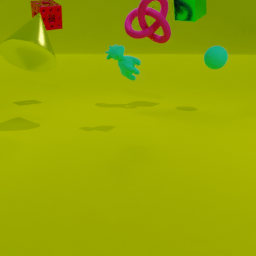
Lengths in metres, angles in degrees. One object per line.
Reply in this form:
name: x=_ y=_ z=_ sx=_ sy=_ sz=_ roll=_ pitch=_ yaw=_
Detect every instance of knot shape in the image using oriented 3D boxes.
knot shape: x=0.873 y=-3.750 z=10.062 sx=1.783 sy=1.669 sz=0.824 roll=-36 pitch=15 yaw=29

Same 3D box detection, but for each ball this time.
ball: x=3.205 y=-2.567 z=10.231 sx=0.842 sy=0.842 sz=0.842 roll=0 pitch=16 yaw=0

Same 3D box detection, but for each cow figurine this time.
cow figurine: x=-0.138 y=-1.767 z=7.517 sx=0.939 sy=0.524 sz=0.954 roll=27 pitch=-19 yaw=10

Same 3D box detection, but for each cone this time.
cone: x=-2.632 y=-2.623 z=7.868 sx=1.515 sy=1.521 sz=1.515 roll=5 pitch=-20 yaw=2

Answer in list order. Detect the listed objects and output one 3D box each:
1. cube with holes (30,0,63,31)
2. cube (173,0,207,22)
cube with holes: x=-3.059 y=-4.257 z=10.555 sx=0.855 sy=0.855 sz=0.855 roll=-20 pitch=45 yaw=-31
cube: x=2.243 y=-4.426 z=10.116 sx=0.867 sy=0.867 sz=0.867 roll=21 pitch=48 yaw=37
